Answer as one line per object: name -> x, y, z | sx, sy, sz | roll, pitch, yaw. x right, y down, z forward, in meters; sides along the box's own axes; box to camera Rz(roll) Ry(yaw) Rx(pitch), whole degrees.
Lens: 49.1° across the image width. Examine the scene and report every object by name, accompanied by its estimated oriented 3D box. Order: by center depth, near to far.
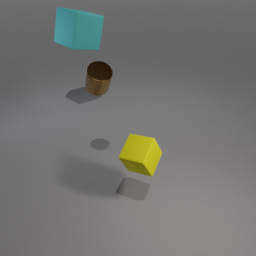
cube -> 0.313, 0.656, 6.796 | 0.700, 0.700, 0.700 | 10, 60, 31
cylinder -> -0.816, -1.370, 7.785 | 0.700, 0.700, 0.700 | 5, 62, -10
cube -> -2.050, -4.094, 11.621 | 1.400, 1.400, 1.400 | 30, 29, 37
